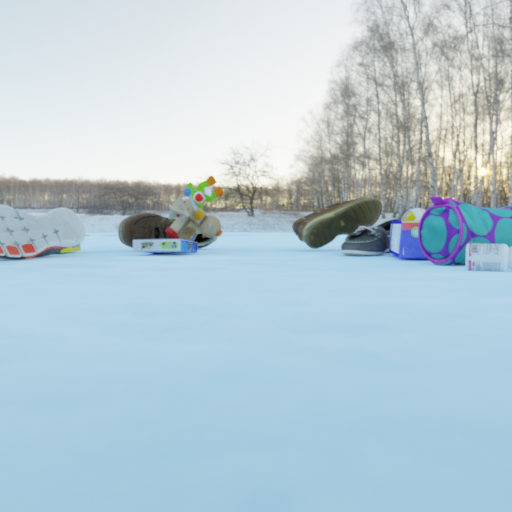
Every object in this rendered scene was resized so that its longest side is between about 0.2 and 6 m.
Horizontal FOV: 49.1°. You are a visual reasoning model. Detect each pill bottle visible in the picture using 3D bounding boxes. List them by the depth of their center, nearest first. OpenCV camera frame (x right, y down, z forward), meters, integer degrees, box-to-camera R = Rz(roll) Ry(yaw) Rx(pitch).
[{"bbox_3d":[3.241,0.026,7.677,0.676,0.383,0.383,2,4,25],"label":"pill bottle"},{"bbox_3d":[3.861,-0.586,13.083,0.797,0.797,1.530,0,17,7],"label":"pill bottle"}]

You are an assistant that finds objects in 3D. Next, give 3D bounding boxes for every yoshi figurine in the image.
[{"bbox_3d":[-1.451,-1.351,13.459,1.294,0.727,0.725,-36,-35,-8],"label":"yoshi figurine"}]

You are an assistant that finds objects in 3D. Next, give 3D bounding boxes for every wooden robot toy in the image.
[{"bbox_3d":[-1.269,-0.618,12.306,1.062,1.031,2.341,31,-8,5],"label":"wooden robot toy"}]

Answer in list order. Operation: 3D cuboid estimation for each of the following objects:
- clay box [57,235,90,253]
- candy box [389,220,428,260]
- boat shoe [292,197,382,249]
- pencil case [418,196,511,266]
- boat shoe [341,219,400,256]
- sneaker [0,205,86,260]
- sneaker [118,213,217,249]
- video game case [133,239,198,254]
[{"bbox_3d":[-4.819,-0.278,12.589,1.898,0.452,1.090,0,3,6],"label":"clay box"},{"bbox_3d":[3.450,-0.320,10.689,1.627,0.741,1.924,2,4,7],"label":"candy box"},{"bbox_3d":[2.042,-0.973,14.020,2.557,0.920,0.863,-21,34,-27],"label":"boat shoe"},{"bbox_3d":[3.857,-0.408,9.041,2.394,1.106,1.019,-2,6,-22],"label":"pencil case"},{"bbox_3d":[2.574,-0.429,12.301,0.919,0.784,2.750,2,4,32],"label":"boat shoe"},{"bbox_3d":[-4.532,-0.260,10.620,1.121,1.055,2.738,-29,-13,28],"label":"sneaker"},{"bbox_3d":[-2.100,-0.624,13.818,0.987,0.920,2.612,-3,-2,43],"label":"sneaker"},{"bbox_3d":[-1.912,-0.191,11.920,1.045,0.262,1.153,0,-2,12],"label":"video game case"}]
